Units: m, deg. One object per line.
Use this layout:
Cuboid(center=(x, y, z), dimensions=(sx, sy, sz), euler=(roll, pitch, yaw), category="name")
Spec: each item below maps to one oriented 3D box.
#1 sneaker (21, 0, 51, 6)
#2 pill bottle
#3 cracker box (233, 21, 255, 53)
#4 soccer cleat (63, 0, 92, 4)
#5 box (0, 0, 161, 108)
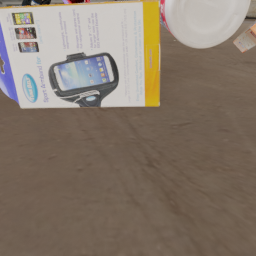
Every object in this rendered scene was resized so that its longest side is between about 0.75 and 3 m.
Cuboid(center=(-1.907, -2.274, 5.489), dimensions=(0.566, 1.550, 0.867), euler=(20, 9, -23), category="sneaker")
Cuboid(center=(1.289, -3.001, 6.247), dimensions=(1.660, 1.660, 2.777), euler=(-4, 34, -9), category="pill bottle")
Cuboid(center=(3.047, -2.287, 6.336), dimensions=(0.417, 0.967, 1.444), euler=(48, 9, 1), category="cracker box")
Cuboid(center=(-1.373, -3.618, 8.512), dimensions=(0.902, 2.706, 1.035), euler=(-30, 59, 5), category="soccer cleat")
Cuboid(center=(-0.916, -1.267, 4.999), dimensions=(2.975, 1.771, 0.617), euler=(1, 27, 6), category="box")
